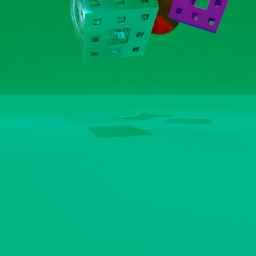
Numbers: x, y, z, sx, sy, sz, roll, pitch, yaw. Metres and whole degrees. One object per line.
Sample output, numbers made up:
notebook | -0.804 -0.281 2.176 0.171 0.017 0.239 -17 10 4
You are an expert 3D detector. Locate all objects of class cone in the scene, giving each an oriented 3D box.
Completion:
cone | 0.798 -3.861 10.059 1.667 1.667 1.673 -2 -3 -13

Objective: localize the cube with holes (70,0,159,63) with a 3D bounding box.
cube with holes | -0.372 -2.363 5.675 1.350 1.350 1.350 -11 -21 -15

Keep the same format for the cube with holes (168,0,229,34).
cube with holes | 1.992 -3.393 7.523 1.282 1.282 1.282 22 21 10
